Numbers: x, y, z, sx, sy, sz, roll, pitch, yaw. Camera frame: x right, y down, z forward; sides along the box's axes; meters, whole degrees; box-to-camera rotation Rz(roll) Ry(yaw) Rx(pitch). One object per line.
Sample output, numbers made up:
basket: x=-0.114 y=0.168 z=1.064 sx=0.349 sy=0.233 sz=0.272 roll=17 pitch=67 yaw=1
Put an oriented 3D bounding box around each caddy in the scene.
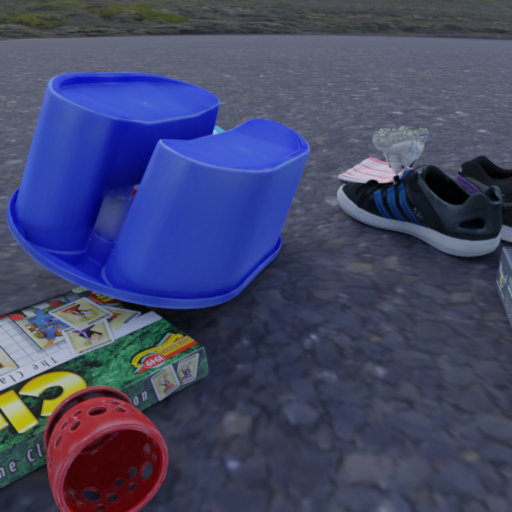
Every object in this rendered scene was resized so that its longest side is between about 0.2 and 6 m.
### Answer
caddy: x=-1.258 y=-0.922 z=8.221 sx=3.367 sy=2.500 sz=4.763 roll=26 pitch=24 yaw=11

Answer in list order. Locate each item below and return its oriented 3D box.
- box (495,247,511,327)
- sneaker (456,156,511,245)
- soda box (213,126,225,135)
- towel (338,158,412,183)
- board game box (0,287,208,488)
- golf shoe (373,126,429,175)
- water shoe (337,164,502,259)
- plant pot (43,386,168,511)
box: x=4.259 y=0.814 z=6.644 sx=2.189 sy=0.708 sz=2.776 roll=4 pitch=26 yaw=11
sneaker: x=4.808 y=-0.843 z=9.231 sx=3.159 sy=1.383 sz=1.196 roll=16 pitch=31 yaw=30
soda box: x=-2.129 y=-2.226 z=12.508 sx=3.008 sy=0.965 sz=1.020 roll=-9 pitch=28 yaw=-18
towel: x=2.718 y=-1.886 z=12.639 sx=1.190 sy=0.243 sz=1.626 roll=16 pitch=31 yaw=31
board game box: x=-2.878 y=1.471 z=5.626 sx=4.343 sy=0.509 sz=2.275 roll=-23 pitch=36 yaw=-38
golf shoe: x=3.048 y=-2.184 z=11.793 sx=0.815 sy=1.013 sz=2.083 roll=19 pitch=22 yaw=33
water shoe: x=2.811 y=-1.051 z=9.772 sx=1.146 sy=1.265 sz=3.205 roll=-21 pitch=34 yaw=-37
plant pot: x=-1.334 y=1.651 z=4.779 sx=0.933 sy=0.933 sz=0.849 roll=-16 pitch=22 yaw=-29
